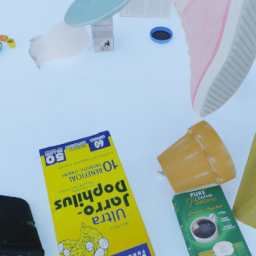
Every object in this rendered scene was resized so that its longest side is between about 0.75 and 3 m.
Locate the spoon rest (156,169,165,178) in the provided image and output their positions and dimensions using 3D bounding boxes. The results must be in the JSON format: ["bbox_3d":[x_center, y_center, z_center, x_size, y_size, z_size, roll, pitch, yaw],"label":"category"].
[{"bbox_3d":[1.031,0.895,7.041,0.528,0.322,1.062,32,47,19],"label":"spoon rest"}]

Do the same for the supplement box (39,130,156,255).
[{"bbox_3d":[-0.661,1.712,5.653,1.528,1.537,2.807,-16,57,-11],"label":"supplement box"}]

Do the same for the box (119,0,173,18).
[{"bbox_3d":[0.687,-5.146,10.749,1.992,1.059,1.517,4,55,2],"label":"box"}]

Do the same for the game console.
[{"bbox_3d":[-3.214,2.451,4.853,1.720,2.956,2.600,-60,39,10],"label":"game console"}]

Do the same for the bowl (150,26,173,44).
[{"bbox_3d":[1.189,-3.326,10.031,0.830,0.163,0.830,0,55,0],"label":"bowl"}]

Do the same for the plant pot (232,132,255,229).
[{"bbox_3d":[4.157,0.742,5.541,2.781,2.864,2.799,23,59,15],"label":"plant pot"}]

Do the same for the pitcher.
[{"bbox_3d":[-2.312,-2.881,9.208,1.922,1.165,1.649,-26,51,-4],"label":"pitcher"}]

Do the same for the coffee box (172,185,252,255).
[{"bbox_3d":[1.779,2.248,5.968,1.175,0.420,1.912,-12,56,-9],"label":"coffee box"}]

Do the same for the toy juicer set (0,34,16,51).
[{"bbox_3d":[-4.647,-2.840,9.555,1.421,0.387,0.904,-34,62,-21],"label":"toy juicer set"}]

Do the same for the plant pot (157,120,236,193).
[{"bbox_3d":[1.457,0.776,6.429,1.362,1.487,1.487,-27,58,2],"label":"plant pot"}]

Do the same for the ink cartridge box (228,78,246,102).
[{"bbox_3d":[3.206,-1.478,8.313,0.493,0.851,1.175,26,59,17],"label":"ink cartridge box"}]

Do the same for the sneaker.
[{"bbox_3d":[1.507,-1.658,5.172,1.091,2.897,1.515,-23,51,-25],"label":"sneaker"}]

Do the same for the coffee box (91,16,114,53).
[{"bbox_3d":[-0.875,-3.515,9.151,0.723,1.812,1.024,-6,55,-4],"label":"coffee box"}]

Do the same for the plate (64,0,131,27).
[{"bbox_3d":[-0.408,-2.248,4.927,1.635,0.209,1.635,-18,46,20],"label":"plate"}]
